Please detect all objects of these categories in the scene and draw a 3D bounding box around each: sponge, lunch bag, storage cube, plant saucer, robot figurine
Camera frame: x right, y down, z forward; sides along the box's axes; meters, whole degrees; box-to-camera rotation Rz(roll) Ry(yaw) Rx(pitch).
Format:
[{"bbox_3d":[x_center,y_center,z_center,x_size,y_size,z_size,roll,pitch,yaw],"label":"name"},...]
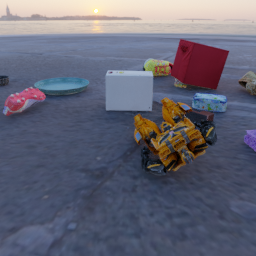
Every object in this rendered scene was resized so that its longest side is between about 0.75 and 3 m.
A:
[{"bbox_3d":[3.771,0.630,6.132,1.364,0.365,2.445,-2,22,-5],"label":"sponge"},{"bbox_3d":[2.818,-0.903,9.691,1.143,0.471,0.919,9,21,18],"label":"lunch bag"},{"bbox_3d":[3.033,-2.797,12.209,1.895,1.703,1.620,7,21,-16],"label":"storage cube"},{"bbox_3d":[-2.802,-1.788,12.000,2.282,0.313,2.282,0,22,0],"label":"plant saucer"},{"bbox_3d":[0.889,0.103,6.254,1.764,0.708,2.433,-33,21,3],"label":"robot figurine"}]

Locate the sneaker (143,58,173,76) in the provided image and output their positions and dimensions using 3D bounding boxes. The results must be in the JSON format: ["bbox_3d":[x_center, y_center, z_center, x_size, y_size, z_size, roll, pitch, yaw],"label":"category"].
[{"bbox_3d":[1.663,-3.092,14.402,1.030,0.891,2.281,22,31,38],"label":"sneaker"}]

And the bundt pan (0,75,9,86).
[{"bbox_3d":[-5.899,-2.154,12.826,0.922,0.346,0.922,1,23,0],"label":"bundt pan"}]

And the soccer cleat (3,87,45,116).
[{"bbox_3d":[-3.466,-0.898,9.417,0.614,0.704,1.842,42,21,0],"label":"soccer cleat"}]

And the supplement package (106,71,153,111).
[{"bbox_3d":[0.047,-1.286,9.587,1.568,1.221,0.869,1,23,1],"label":"supplement package"}]

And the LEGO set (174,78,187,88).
[{"bbox_3d":[2.305,-2.041,12.588,0.389,0.315,0.846,-7,23,-16],"label":"LEGO set"}]

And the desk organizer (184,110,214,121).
[{"bbox_3d":[2.021,-0.362,8.493,0.413,0.384,1.072,-18,29,-41],"label":"desk organizer"}]

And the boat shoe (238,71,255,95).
[{"bbox_3d":[5.153,-1.618,11.211,0.725,0.801,2.247,-33,20,12],"label":"boat shoe"}]
